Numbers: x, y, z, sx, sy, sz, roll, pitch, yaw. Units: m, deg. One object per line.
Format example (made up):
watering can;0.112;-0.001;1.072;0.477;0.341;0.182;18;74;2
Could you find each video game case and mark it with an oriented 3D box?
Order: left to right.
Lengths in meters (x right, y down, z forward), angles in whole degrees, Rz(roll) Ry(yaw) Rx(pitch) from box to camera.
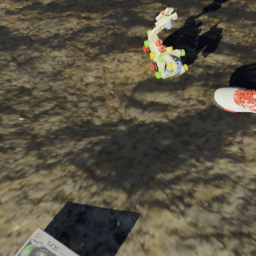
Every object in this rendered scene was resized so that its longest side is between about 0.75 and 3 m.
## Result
video game case;-1.811;3.197;5.550;1.724;0.222;1.897;21;54;26

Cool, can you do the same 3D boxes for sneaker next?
sneaker;3.817;-0.894;8.127;2.456;1.316;0.820;15;74;2

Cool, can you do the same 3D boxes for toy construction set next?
toy construction set;1.224;-2.782;9.635;1.141;1.623;2.476;-5;74;-7
